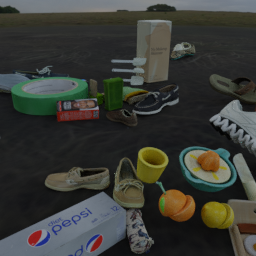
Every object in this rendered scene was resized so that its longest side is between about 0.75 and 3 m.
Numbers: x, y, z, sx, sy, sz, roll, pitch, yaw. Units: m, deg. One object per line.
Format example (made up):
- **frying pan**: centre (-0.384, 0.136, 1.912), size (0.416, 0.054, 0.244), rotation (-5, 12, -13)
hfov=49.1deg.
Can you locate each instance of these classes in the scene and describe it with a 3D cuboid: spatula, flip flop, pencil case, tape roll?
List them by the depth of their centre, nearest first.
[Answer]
- **pencil case**: centre (0.157, 1.729, 4.784), size (0.372, 0.324, 0.833), rotation (-8, 25, -9)
- **flip flop**: centre (4.368, -1.636, 10.890), size (2.500, 0.720, 1.014), rotation (17, 47, -10)
- **tape roll**: centre (-3.017, -1.333, 11.022), size (2.888, 0.694, 2.888), rotation (0, 25, 0)
- **spatula**: centre (-0.054, -2.758, 13.618), size (1.895, 1.317, 0.152), rotation (7, 3, 26)

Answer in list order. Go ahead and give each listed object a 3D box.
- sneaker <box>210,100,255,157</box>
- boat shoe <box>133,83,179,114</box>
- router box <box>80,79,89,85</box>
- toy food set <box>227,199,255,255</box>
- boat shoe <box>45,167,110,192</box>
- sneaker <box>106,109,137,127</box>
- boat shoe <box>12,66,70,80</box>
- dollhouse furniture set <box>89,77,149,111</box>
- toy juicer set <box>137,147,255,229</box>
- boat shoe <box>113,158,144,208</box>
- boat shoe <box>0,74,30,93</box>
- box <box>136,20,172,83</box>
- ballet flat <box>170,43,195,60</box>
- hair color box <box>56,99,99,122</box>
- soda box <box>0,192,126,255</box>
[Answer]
- **sneaker**: centre (3.203, 0.177, 6.776), size (2.492, 1.010, 0.936), rotation (42, 1, 36)
- **boat shoe**: centre (1.101, -1.117, 10.472), size (2.458, 0.742, 0.908), rotation (-22, 33, -39)
- **router box**: centre (-2.355, -2.121, 13.305), size (0.805, 0.206, 0.601), rotation (-22, 33, -40)
- **toy food set**: centre (2.385, 1.840, 4.223), size (1.393, 0.586, 1.941), rotation (3, 25, 7)
- **boat shoe**: centre (-1.102, 1.056, 6.085), size (1.403, 0.456, 0.506), rotation (0, 25, 2)
- **sneaker**: centre (-0.195, -0.446, 9.332), size (1.278, 0.483, 0.450), rotation (19, 31, 34)
- **boat shoe**: centre (-4.090, -2.457, 13.294), size (2.659, 0.822, 0.996), rotation (0, 25, -1)
- **dollhouse furniture set**: centre (-0.268, -1.617, 11.113), size (2.222, 1.115, 1.456), rotation (-17, 30, -33)
- **toy juicer set**: centre (1.678, 0.987, 5.371), size (2.811, 0.765, 1.788), rotation (-1, 36, -21)
- **boat shoe**: centre (0.002, 1.085, 5.655), size (0.581, 0.501, 1.592), rotation (3, 13, -4)
- **boat shoe**: centre (-5.246, -1.922, 12.262), size (2.209, 0.795, 0.685), rotation (8, -20, -9)
- **box**: centre (1.228, -3.769, 13.742), size (1.342, 2.827, 1.099), rotation (-14, 28, -28)
- **ballet flat**: centre (3.782, -5.437, 19.566), size (2.637, 0.993, 0.894), rotation (-23, 22, -39)
- **hair color box**: centre (-1.729, -0.627, 9.615), size (1.389, 0.425, 0.705), rotation (-5, 40, -12)
- **soda box**: centre (-0.991, 1.762, 4.342), size (1.992, 0.632, 0.680), rotation (-19, 31, -36)
